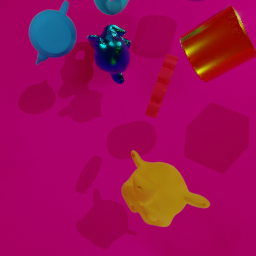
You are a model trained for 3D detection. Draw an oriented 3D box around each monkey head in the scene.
[{"bbox_3d":[-0.547,-1.854,6.829,1.236,1.718,1.035,8,64,27],"label":"monkey head"},{"bbox_3d":[0.546,1.072,5.279,1.891,1.360,1.139,32,59,27],"label":"monkey head"}]

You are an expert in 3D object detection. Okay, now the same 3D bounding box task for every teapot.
[{"bbox_3d":[-1.810,-2.194,6.646,1.067,0.840,1.716,22,108,-28],"label":"teapot"}]

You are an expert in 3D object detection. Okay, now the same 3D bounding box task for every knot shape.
[{"bbox_3d":[-0.112,-3.533,5.838,0.921,1.865,1.993,11,84,-18],"label":"knot shape"}]

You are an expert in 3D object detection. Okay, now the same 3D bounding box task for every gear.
[{"bbox_3d":[0.562,-0.692,4.721,0.197,1.065,1.065,20,77,4],"label":"gear"}]

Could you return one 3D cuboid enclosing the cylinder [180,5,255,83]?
[{"bbox_3d":[1.678,-1.538,5.234,1.037,1.037,1.037,-27,75,27],"label":"cylinder"}]
